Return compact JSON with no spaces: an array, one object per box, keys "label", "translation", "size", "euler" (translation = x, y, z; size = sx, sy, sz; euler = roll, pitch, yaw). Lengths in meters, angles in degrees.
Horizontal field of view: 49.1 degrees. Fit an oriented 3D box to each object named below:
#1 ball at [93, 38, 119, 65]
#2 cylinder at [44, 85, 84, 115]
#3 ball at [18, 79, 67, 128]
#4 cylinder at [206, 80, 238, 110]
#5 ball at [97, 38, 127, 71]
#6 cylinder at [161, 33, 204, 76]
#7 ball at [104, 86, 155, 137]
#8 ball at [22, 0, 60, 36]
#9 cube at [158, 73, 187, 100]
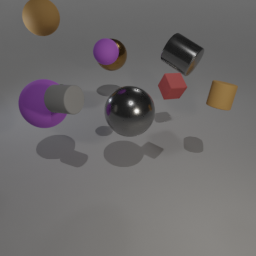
[{"label":"ball","translation":[-0.602,-2.082,7.645],"size":[0.700,0.700,0.700],"euler":[0,31,0]},{"label":"cylinder","translation":[-1.551,-0.702,6.838],"size":[0.700,0.700,0.700],"euler":[7,30,32]},{"label":"ball","translation":[-2.400,-0.695,8.051],"size":[1.400,1.400,1.400],"euler":[0,31,0]},{"label":"cylinder","translation":[2.639,-0.926,7.894],"size":[0.700,0.700,0.700],"euler":[11,18,-3]},{"label":"ball","translation":[-0.737,-3.255,12.474],"size":[1.400,1.400,1.400],"euler":[0,31,0]},{"label":"cylinder","translation":[1.202,-1.623,6.211],"size":[0.700,0.700,0.700],"euler":[37,43,15]},{"label":"ball","translation":[0.048,-0.457,7.730],"size":[1.400,1.400,1.400],"euler":[0,31,0]},{"label":"ball","translation":[-3.364,-4.306,10.887],"size":[1.400,1.400,1.400],"euler":[0,31,0]},{"label":"cube","translation":[1.636,-1.543,10.364],"size":[0.700,0.700,0.700],"euler":[-7,62,-23]}]
